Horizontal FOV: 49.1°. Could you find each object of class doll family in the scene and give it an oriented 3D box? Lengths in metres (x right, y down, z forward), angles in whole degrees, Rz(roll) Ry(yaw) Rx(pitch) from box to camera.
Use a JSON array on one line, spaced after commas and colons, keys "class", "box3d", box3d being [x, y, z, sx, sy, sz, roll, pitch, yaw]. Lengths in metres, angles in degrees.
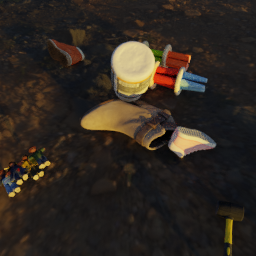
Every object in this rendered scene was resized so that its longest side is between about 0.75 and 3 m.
[{"class": "doll family", "box3d": [-2.742, 1.063, 7.206, 1.498, 0.588, 0.866, -33, 57, -27]}]

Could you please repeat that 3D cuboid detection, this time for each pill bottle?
[{"class": "pill bottle", "box3d": [0.091, -1.659, 8.839, 1.262, 2.169, 1.262, 1, 77, -3]}]

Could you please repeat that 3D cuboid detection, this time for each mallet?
[{"class": "mallet", "box3d": [2.039, 2.368, 5.963, 0.607, 0.379, 1.843, 16, 49, 17]}]

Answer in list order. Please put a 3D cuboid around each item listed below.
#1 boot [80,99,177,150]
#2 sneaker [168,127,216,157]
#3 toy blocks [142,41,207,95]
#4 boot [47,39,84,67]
[{"class": "boot", "box3d": [0.146, -0.052, 8.130, 2.596, 0.912, 1.898, -18, 43, -23]}, {"class": "sneaker", "box3d": [1.767, 0.472, 7.946, 1.479, 0.773, 0.557, 14, 29, -30]}, {"class": "toy blocks", "box3d": [1.612, -2.226, 10.468, 2.862, 1.039, 2.385, 17, 45, 17]}, {"class": "boot", "box3d": [-2.693, -3.281, 11.962, 1.014, 0.709, 1.891, -29, 56, -34]}]
